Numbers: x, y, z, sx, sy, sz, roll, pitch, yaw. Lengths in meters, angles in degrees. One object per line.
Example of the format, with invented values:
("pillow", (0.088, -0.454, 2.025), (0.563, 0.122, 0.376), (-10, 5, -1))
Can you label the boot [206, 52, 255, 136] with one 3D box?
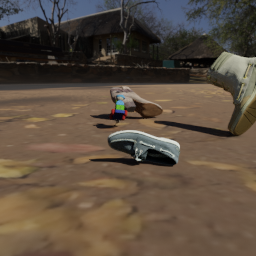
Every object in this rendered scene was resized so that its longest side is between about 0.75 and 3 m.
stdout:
("boot", (2.978, -1.044, 8.025), (0.814, 2.258, 1.747), (21, 5, -45))

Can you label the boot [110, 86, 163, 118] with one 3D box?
("boot", (0.267, -1.066, 10.641), (1.911, 0.671, 1.397), (6, 34, -35))

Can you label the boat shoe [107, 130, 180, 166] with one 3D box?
("boat shoe", (0.289, 0.399, 5.207), (1.390, 0.506, 0.429), (10, 48, -4))

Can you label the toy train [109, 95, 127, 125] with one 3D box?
("toy train", (-0.331, -0.572, 8.903), (0.484, 0.662, 1.144), (6, -16, -10))
